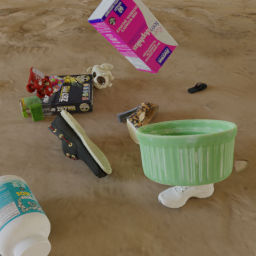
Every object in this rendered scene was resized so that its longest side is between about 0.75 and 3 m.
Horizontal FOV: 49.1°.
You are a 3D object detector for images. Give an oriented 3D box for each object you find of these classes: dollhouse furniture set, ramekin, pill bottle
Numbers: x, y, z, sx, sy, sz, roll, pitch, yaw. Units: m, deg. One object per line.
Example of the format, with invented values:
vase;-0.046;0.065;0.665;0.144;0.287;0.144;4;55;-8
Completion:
dollhouse furniture set;-3.815;-0.990;11.044;0.876;0.676;1.752;-16;41;-20
ramekin;1.593;0.600;7.720;2.679;1.309;2.679;-5;9;1
pill bottle;-2.604;2.165;6.577;1.183;1.183;2.135;-25;45;-28

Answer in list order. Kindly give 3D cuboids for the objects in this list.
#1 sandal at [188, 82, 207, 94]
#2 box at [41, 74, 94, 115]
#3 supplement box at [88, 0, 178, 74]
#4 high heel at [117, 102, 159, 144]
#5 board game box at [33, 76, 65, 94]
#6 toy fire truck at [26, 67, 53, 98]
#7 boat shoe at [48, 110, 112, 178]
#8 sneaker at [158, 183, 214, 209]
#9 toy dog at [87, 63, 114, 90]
sandal;3.130;-1.819;12.446;1.102;0.264;0.414;-25;44;-28
box;-2.430;-1.458;11.719;1.938;0.590;2.404;-4;38;-1
supplement box;0.214;-3.508;10.317;1.464;2.893;1.495;-54;32;-2
high heel;0.741;-0.250;9.910;1.661;0.832;2.330;-20;33;-14
board game box;-3.327;-1.885;11.615;1.153;0.284;1.460;2;38;7
toy fire truck;-2.576;-1.338;8.338;0.479;0.855;0.718;-16;59;34
boat shoe;-1.552;0.604;8.865;0.908;1.060;2.898;-45;58;-1
sneaker;1.591;1.625;7.631;1.693;0.737;0.631;-16;41;-18
toy dog;-1.198;-2.275;12.460;1.209;0.870;1.247;20;42;-23
